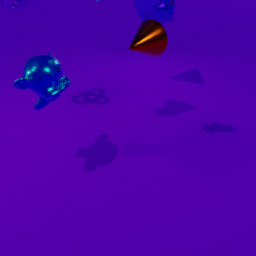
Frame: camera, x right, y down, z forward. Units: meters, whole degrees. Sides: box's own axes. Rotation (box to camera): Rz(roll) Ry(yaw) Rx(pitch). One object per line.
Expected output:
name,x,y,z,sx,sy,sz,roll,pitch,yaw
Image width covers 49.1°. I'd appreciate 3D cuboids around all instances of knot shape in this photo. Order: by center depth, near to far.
knot shape,-2.984,-3.926,8.158,1.245,0.615,1.330,14,64,38

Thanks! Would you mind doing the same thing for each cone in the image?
cone,0.375,-2.466,8.167,1.134,1.134,1.138,25,43,31
cone,1.215,-4.792,10.186,1.522,1.522,1.528,15,49,20

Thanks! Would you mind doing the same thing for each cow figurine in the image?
cow figurine,0.944,-3.002,6.312,1.001,0.985,0.550,-26,9,37

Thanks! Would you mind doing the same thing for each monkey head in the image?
monkey head,-1.988,-1.043,6.385,1.012,1.209,1.680,43,31,-17

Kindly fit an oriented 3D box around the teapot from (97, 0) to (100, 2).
teapot,-0.602,-3.706,7.094,0.685,1.102,0.539,11,50,-21
